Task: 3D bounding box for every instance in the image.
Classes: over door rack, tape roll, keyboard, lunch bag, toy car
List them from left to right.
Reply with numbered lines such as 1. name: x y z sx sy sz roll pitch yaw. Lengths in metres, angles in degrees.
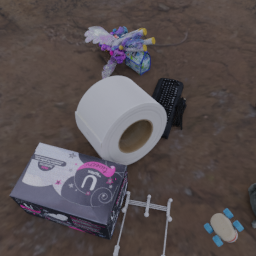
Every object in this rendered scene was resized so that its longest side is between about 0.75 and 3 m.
1. tape roll: -0.210 -0.207 8.932 2.447 2.447 1.680 -30 51 -19
2. lunch bag: 0.408 -2.987 11.795 0.761 1.195 1.016 -38 65 -23
3. over door rack: 0.483 2.860 8.123 1.468 0.662 1.987 9 56 7
4. keyboard: 1.558 -0.932 10.786 1.501 0.572 2.885 15 58 10
5. toy car: 2.375 2.477 6.772 0.722 0.784 0.693 -39 43 5

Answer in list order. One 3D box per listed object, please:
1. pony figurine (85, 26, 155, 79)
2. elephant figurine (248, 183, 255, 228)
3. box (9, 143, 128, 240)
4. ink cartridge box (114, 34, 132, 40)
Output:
1. pony figurine: -0.393 -3.408 11.697 2.538 2.113 2.450 -4 27 25
2. elephant figurine: 4.295 1.812 8.066 1.355 1.915 1.485 -6 56 -4
3. box: -1.570 1.813 8.244 2.799 1.606 1.849 14 57 9
4. ink cartridge box: -0.086 -3.990 12.989 0.623 0.361 1.070 -33 60 -21
